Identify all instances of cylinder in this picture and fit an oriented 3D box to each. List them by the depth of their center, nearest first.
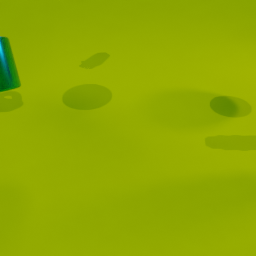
[{"bbox_3d":[-2.475,-1.090,4.981,0.901,0.901,0.901,-9,16,3],"label":"cylinder"}]
